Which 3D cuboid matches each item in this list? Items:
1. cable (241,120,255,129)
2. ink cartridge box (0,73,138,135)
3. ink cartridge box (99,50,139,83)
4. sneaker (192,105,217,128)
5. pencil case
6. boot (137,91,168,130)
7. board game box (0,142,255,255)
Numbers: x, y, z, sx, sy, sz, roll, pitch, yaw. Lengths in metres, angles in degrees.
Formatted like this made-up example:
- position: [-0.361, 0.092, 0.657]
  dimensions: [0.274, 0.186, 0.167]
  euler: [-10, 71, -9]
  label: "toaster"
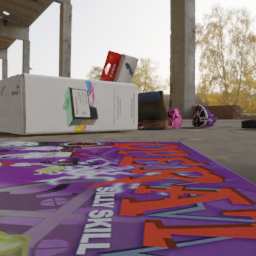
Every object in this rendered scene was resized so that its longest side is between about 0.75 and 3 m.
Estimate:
- position: [4.060, -0.234, 7.080]
  dimensions: [1.152, 0.597, 2.372]
  euler: [-1, 2, -25]
  label: "cable"
- position: [-1.387, -0.470, 6.300]
  dimensions: [2.659, 1.117, 1.926]
  euler: [-2, 3, -40]
  label: "ink cartridge box"
- position: [-0.344, -2.050, 10.328]
  dimensions: [1.210, 1.374, 0.307]
  euler: [4, 24, -37]
  label: "ink cartridge box"
- position: [2.527, -0.342, 9.067]
  dimensions: [0.755, 0.729, 1.809]
  euler: [6, 3, 10]
  label: "sneaker"
- position: [0.841, -0.275, 8.468]
  dimensions: [1.473, 0.668, 0.690]
  euler: [-1, 34, 34]
  label: "pencil case"
- position: [0.058, -0.491, 7.852]
  dimensions: [2.168, 1.051, 0.810]
  euler: [1, 2, 15]
  label: "boot"
- position: [-0.325, 0.202, 0.419]
  dimensions: [1.102, 0.297, 1.837]
  euler: [4, 2, 1]
  label: "board game box"
